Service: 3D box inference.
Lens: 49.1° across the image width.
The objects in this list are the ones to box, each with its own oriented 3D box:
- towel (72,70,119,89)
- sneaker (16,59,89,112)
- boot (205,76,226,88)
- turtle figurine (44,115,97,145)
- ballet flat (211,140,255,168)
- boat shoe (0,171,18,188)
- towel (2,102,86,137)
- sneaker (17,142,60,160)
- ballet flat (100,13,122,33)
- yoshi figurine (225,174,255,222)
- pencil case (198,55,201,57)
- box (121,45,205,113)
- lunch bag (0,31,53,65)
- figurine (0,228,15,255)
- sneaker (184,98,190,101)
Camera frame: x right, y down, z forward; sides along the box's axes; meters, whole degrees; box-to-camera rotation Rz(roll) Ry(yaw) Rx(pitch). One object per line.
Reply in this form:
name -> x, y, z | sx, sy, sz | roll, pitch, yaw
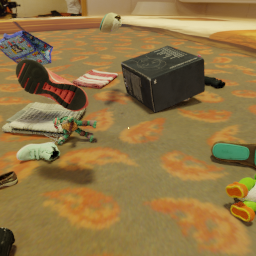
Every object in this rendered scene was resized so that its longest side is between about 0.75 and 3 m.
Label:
towel -> -1.897, -2.993, 16.837 | 1.879, 0.297, 2.609 | 11, 30, 18
sneaker -> -2.043, -1.071, 7.649 | 2.211, 0.815, 0.959 | 31, 1, 4
boot -> 4.745, -2.593, 15.861 | 1.261, 0.482, 1.060 | -3, 24, -18
turtle figurine -> -2.097, -0.052, 10.247 | 1.764, 1.321, 0.888 | 10, 44, -14
ballet flat -> 4.097, 0.872, 9.226 | 2.621, 0.889, 0.948 | 8, 10, 22
boat shoe -> -3.851, 1.552, 8.172 | 1.165, 0.431, 0.430 | -19, 33, -31
towel -> -3.485, -0.502, 11.959 | 2.847, 0.492, 2.741 | 4, 28, 8
sneaker -> -2.965, 0.853, 9.366 | 1.353, 0.498, 0.798 | -15, 25, -31
ballet flat -> -0.701, -4.833, 12.860 | 0.848, 0.848, 2.440 | 2, 31, 5
yoshi figurine -> 3.735, 1.641, 7.396 | 2.168, 1.219, 1.214 | -14, 47, -29
pencil case -> 3.716, -3.784, 17.410 | 1.075, 1.110, 2.370 | 37, 45, 27
box -> 1.690, -2.541, 13.861 | 2.978, 1.846, 2.927 | -23, 33, -17
lunch bag -> -3.774, -2.913, 10.126 | 1.257, 0.785, 1.669 | -10, -22, 25
figurine -> -3.200, 2.872, 5.560 | 1.578, 0.679, 1.540 | -5, 33, -8
sneaker -> 2.682, -1.624, 14.182 | 0.903, 0.364, 0.661 | 9, 25, 6
